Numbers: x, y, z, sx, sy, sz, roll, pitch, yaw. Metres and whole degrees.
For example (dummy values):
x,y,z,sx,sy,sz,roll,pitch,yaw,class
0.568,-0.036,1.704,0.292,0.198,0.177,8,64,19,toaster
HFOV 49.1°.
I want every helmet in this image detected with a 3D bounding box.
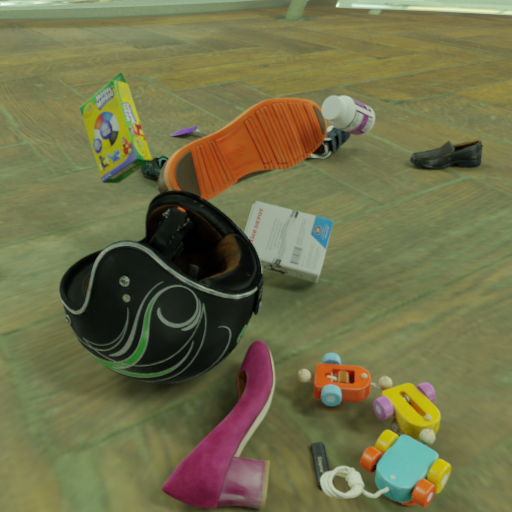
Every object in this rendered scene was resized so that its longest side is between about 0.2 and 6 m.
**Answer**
x,y,z,sx,sy,sz,roll,pitch,yaw,class
-1.263,0.525,7.328,2.374,2.263,2.374,27,33,-20,helmet

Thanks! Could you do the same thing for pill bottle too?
x,y,z,sx,sy,sz,roll,pitch,yaw,class
1.453,-2.248,8.923,0.912,0.512,0.512,5,20,-47,pill bottle

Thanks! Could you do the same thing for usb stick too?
x,y,z,sx,sy,sz,roll,pitch,yaw,class
0.741,2.387,6.383,0.168,0.099,0.605,-2,32,-3,usb stick

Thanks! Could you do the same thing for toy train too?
x,y,z,sx,sy,sz,roll,pitch,yaw,class
1.313,2.057,6.497,1.657,0.613,2.205,1,29,3,toy train

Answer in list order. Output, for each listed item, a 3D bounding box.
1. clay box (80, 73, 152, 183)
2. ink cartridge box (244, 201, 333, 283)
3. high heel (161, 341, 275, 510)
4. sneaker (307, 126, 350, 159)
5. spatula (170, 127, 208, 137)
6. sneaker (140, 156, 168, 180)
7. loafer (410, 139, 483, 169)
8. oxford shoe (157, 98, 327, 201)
x,y,z,sx,sy,sz,roll,pitch,yaw,class
-2.406,-2.159,9.406,0.945,1.644,0.391,-25,-9,34,clay box
0.501,-0.230,9.416,1.367,0.587,1.001,15,75,8,ink cartridge box
-0.386,1.854,6.630,1.092,0.767,2.277,10,45,-4,high heel
1.834,-2.858,14.227,1.613,0.633,0.640,-25,34,-17,sneaker
-1.321,-3.316,15.324,2.127,0.219,0.601,12,34,19,spatula
-2.180,-2.035,12.911,0.611,0.643,1.621,-24,38,-30,sneaker
4.636,-2.522,13.661,1.777,0.642,0.647,-6,34,-7,loafer
-0.232,-1.760,9.132,3.141,1.120,1.145,-25,11,-26,oxford shoe
